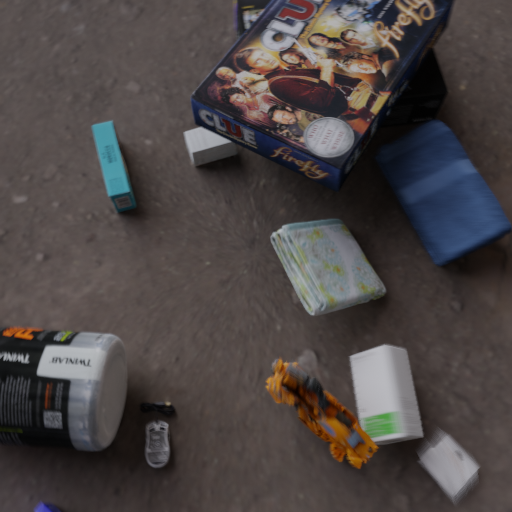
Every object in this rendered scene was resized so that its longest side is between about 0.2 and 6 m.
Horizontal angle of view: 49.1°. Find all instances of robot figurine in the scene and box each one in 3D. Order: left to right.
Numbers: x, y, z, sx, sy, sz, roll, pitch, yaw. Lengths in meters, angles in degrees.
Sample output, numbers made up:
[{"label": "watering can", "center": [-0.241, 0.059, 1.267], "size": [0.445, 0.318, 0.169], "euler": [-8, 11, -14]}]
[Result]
[{"label": "robot figurine", "center": [0.958, 2.483, 9.031], "size": [2.028, 1.471, 0.590], "euler": [44, 71, -1]}]

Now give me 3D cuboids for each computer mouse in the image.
[{"label": "computer mouse", "center": [-1.695, 3.050, 9.559], "size": [0.600, 0.240, 1.095], "euler": [-2, 62, -6]}]

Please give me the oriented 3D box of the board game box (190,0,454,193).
[{"label": "board game box", "center": [1.330, -3.737, 10.720], "size": [3.134, 0.800, 4.626], "euler": [28, 69, 17]}]

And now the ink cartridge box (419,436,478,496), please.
[{"label": "ink cartridge box", "center": [3.191, 3.462, 9.283], "size": [0.636, 0.161, 0.722], "euler": [-42, 81, -9]}]

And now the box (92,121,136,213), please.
[{"label": "box", "center": [-2.865, -1.797, 11.306], "size": [0.423, 0.709, 1.722], "euler": [-16, 69, -7]}]

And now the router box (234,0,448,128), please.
[{"label": "router box", "center": [1.685, -4.243, 12.124], "size": [4.011, 1.048, 3.154], "euler": [-7, 68, -3]}]

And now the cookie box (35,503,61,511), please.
[{"label": "cookie box", "center": [-3.147, 4.793, 8.654], "size": [1.421, 0.534, 1.216], "euler": [35, 72, 13]}]

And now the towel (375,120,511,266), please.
[{"label": "towel", "center": [3.615, -1.257, 10.955], "size": [1.547, 0.673, 2.772], "euler": [-26, 67, 7]}]

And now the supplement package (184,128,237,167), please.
[{"label": "supplement package", "center": [-0.934, -2.329, 11.603], "size": [0.952, 0.558, 0.556], "euler": [-17, 68, -7]}]

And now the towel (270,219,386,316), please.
[{"label": "towel", "center": [1.311, 0.162, 10.157], "size": [2.002, 0.482, 1.714], "euler": [-9, 65, -43]}]

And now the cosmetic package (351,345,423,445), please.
[{"label": "cosmetic package", "center": [2.169, 2.334, 9.390], "size": [0.631, 0.801, 1.488], "euler": [17, 55, -39]}]

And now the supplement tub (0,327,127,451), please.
[{"label": "supplement tub", "center": [-3.766, 2.102, 9.069], "size": [3.024, 1.853, 1.853], "euler": [4, 67, 1]}]
